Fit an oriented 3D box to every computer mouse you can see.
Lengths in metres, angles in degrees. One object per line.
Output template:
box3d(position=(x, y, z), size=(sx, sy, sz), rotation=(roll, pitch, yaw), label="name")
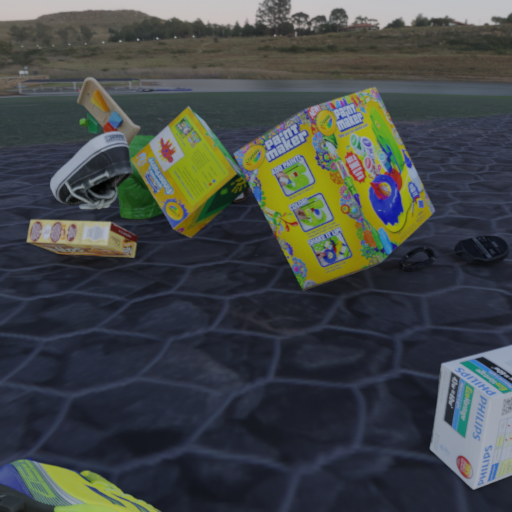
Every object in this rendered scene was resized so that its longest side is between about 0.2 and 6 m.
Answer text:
box3d(position=(3.834, 0.049, 10.868), size=(2.323, 0.395, 0.681), rotation=(-9, 45, -9), label="computer mouse")

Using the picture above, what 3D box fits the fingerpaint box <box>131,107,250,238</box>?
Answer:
box3d(position=(-1.374, -1.726, 11.627), size=(2.064, 1.722, 0.757), rotation=(55, 12, 25), label="fingerpaint box")

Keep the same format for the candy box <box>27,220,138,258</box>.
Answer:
box3d(position=(-3.327, -0.326, 10.776), size=(1.770, 0.489, 1.021), rotation=(3, -12, 18), label="candy box")

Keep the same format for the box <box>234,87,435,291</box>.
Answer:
box3d(position=(1.468, -1.253, 9.847), size=(1.655, 2.613, 2.713), rotation=(-24, 7, 40), label="box")

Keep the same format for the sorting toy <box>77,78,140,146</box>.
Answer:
box3d(position=(-3.326, -2.925, 12.196), size=(0.284, 1.427, 1.931), rotation=(-50, 13, -23), label="sorting toy")

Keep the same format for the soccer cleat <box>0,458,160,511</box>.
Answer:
box3d(position=(-1.358, 2.174, 4.789), size=(2.160, 0.698, 0.904), rotation=(8, 15, 17), label="soccer cleat")

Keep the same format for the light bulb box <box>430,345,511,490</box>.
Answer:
box3d(position=(2.457, 1.599, 5.699), size=(1.092, 1.083, 0.682), rotation=(-8, 21, -23), label="light bulb box")

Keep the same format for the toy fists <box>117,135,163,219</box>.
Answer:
box3d(position=(-2.251, -2.305, 14.683), size=(1.292, 1.916, 3.758), rotation=(11, 24, 27), label="toy fists")

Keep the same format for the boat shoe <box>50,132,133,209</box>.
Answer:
box3d(position=(-3.078, -1.362, 10.680), size=(1.013, 0.937, 2.743), rotation=(-18, -4, -44), label="boat shoe")

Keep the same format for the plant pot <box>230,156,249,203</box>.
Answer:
box3d(position=(-0.650, -1.962, 15.248), size=(1.099, 1.099, 1.176), rotation=(-7, 37, -18), label="plant pot")
